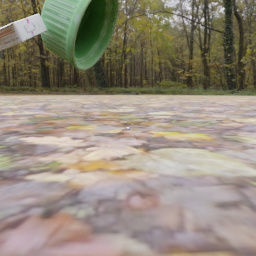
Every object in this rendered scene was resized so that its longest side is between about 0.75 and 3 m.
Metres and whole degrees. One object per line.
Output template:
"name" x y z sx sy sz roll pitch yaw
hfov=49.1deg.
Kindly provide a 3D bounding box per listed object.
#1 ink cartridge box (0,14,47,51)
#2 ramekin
"ink cartridge box" -2.805 -2.378 7.039 0.838 0.486 1.439 -11 26 25
"ramekin" -1.455 -3.206 8.513 1.275 2.610 2.610 27 14 10
